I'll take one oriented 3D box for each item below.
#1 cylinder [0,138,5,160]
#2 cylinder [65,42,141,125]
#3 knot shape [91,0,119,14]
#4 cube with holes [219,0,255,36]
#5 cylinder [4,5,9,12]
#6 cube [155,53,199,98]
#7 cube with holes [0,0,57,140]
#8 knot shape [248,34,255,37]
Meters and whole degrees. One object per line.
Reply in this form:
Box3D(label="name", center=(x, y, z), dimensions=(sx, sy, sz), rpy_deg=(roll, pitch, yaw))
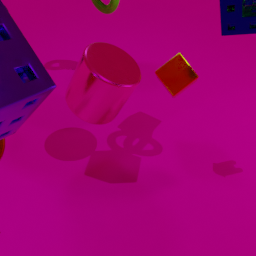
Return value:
Box3D(label="cylinder", center=(-2.669, 0.195, 4.475), dimensions=(1.137, 1.137, 1.137), rpy_deg=(-28, 19, -28))
Box3D(label="cylinder", center=(-0.534, -0.898, 5.792), dimensions=(1.226, 1.226, 1.226), rpy_deg=(18, 47, -20))
Box3D(label="knot shape", center=(-0.785, -4.327, 8.106), dimensions=(1.611, 1.721, 0.795), rpy_deg=(27, 41, -27))
Box3D(label="cube with holes", center=(1.640, -1.785, 3.574), dimensions=(0.800, 0.800, 0.800), rpy_deg=(4, 56, 24))
Box3D(label="cylinder", center=(-4.089, -3.067, 7.602), dimensions=(1.225, 1.225, 1.225), rpy_deg=(32, 50, 21))
Box3D(label="cube", center=(1.142, -1.209, 6.592), dimensions=(0.714, 0.714, 0.714), rpy_deg=(-37, 86, 9))
Box3D(label="cube with holes", center=(-1.737, -0.435, 2.593), dimensions=(1.253, 1.253, 1.253), rpy_deg=(-35, 93, -45))
Box3D(label="knot shape", center=(2.116, -2.100, 4.426), dimensions=(1.389, 1.300, 0.642), rpy_deg=(-13, 7, -44))
